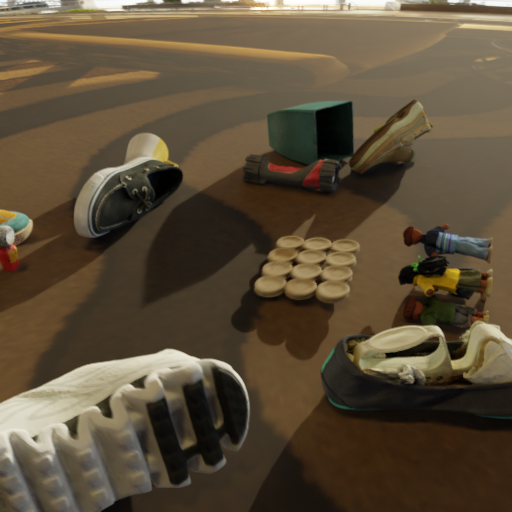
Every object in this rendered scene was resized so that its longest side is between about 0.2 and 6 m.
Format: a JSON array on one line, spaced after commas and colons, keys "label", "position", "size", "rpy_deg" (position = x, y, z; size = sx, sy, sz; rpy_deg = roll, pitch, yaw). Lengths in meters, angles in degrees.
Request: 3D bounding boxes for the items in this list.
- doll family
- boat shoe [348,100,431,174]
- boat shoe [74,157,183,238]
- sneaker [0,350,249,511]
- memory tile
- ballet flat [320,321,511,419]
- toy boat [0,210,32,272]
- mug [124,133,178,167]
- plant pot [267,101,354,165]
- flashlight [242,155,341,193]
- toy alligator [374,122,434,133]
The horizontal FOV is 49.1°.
[{"label": "doll family", "position": [2.663, 0.231, 8.034], "size": [1.301, 0.883, 2.250], "rpy_deg": [7, 25, 20]}, {"label": "boat shoe", "position": [3.218, -2.552, 12.823], "size": [2.732, 1.040, 0.979], "rpy_deg": [-42, 7, -27]}, {"label": "boat shoe", "position": [-2.257, -1.172, 10.311], "size": [0.845, 1.025, 2.985], "rpy_deg": [8, 28, 14]}, {"label": "sneaker", "position": [-1.864, 1.744, 5.062], "size": [3.528, 1.326, 1.430], "rpy_deg": [-14, 17, -25]}, {"label": "memory tile", "position": [0.813, 0.172, 8.619], "size": [1.407, 0.154, 1.836], "rpy_deg": [4, 29, 15]}, {"label": "ballet flat", "position": [2.124, 1.205, 6.091], "size": [2.817, 1.029, 1.029], "rpy_deg": [1, 29, 1]}, {"label": "toy boat", "position": [-4.235, -0.360, 9.106], "size": [1.330, 0.735, 1.582], "rpy_deg": [-20, 35, -33]}, {"label": "mug", "position": [-2.320, -2.057, 12.073], "size": [1.108, 0.887, 0.910], "rpy_deg": [-3, 37, 7]}, {"label": "plant pot", "position": [1.193, -2.986, 13.324], "size": [1.296, 1.296, 1.834], "rpy_deg": [-23, 30, -35]}, {"label": "flashlight", "position": [0.735, -1.785, 11.725], "size": [1.993, 0.677, 0.675], "rpy_deg": [12, 31, 20]}, {"label": "toy alligator", "position": [3.479, -2.909, 13.889], "size": [2.128, 0.631, 0.577], "rpy_deg": [-18, -7, -29]}]
